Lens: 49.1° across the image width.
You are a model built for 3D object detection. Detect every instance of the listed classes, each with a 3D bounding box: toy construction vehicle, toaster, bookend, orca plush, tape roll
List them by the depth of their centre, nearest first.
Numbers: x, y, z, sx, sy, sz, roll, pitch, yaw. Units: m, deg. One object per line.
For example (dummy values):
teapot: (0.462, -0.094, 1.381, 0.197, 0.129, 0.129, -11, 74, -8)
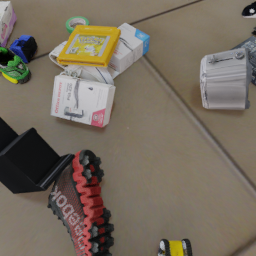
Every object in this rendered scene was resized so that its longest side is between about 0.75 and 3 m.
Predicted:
toy construction vehicle: (0.278, 3.707, 5.540, 2.355, 0.953, 2.705, 5, 62, -21)
bookend: (-2.679, 0.368, 6.289, 2.190, 2.177, 1.009, 49, 54, -16)
toaster: (2.907, -1.334, 8.337, 1.370, 2.121, 1.205, 0, 55, 21)
tape roll: (-1.975, -4.022, 10.993, 0.901, 0.216, 0.901, 0, 57, 0)
orca plush: (5.639, -4.935, 11.290, 1.984, 0.705, 1.044, 2, 57, 1)

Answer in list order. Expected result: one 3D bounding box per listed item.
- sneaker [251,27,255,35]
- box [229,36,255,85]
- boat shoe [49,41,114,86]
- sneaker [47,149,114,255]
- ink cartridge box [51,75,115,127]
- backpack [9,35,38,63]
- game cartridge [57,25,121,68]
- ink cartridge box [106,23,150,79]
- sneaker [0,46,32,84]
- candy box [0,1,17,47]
sneaker: (5.376, -4.039, 10.861, 0.775, 0.446, 1.486, 28, 65, 12)
box: (4.511, -2.271, 9.692, 1.482, 0.480, 1.880, -34, 63, -19)
boat shoe: (-1.684, -1.862, 9.120, 2.647, 0.978, 1.128, 40, 66, 22)
sneaker: (-1.174, 1.984, 6.648, 1.371, 0.992, 2.806, -18, 73, 19)
ink cartridge box: (-1.339, -0.809, 8.262, 1.661, 1.210, 0.704, 14, 14, 11)
backpack: (-3.707, -2.897, 9.970, 0.731, 0.708, 0.871, 16, 59, 13)
game cartridge: (-1.190, -2.651, 8.912, 1.610, 0.296, 1.826, 7, 55, 13)
ink cartridge box: (-0.316, -2.721, 9.820, 1.185, 0.682, 2.045, 35, 61, 19)
sneaker: (-4.370, -2.443, 9.476, 2.441, 1.040, 0.953, 25, 60, 16)
candy box: (-5.660, -3.888, 10.535, 2.314, 0.828, 1.941, 3, 57, 2)
